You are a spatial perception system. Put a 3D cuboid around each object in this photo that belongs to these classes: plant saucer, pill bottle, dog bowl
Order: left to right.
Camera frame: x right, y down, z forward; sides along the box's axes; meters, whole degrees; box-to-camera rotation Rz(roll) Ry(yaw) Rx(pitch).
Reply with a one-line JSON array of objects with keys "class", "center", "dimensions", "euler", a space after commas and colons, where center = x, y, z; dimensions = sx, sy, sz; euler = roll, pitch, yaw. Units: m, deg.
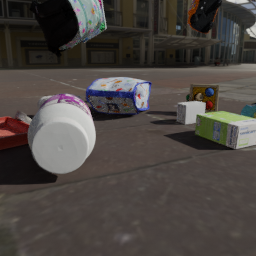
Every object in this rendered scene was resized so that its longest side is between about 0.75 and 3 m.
[{"class": "plant saucer", "center": [-4.180, 0.235, 8.132], "dimensions": [2.456, 0.451, 2.452], "euler": [-13, 20, -43]}, {"class": "dog bowl", "center": [-3.404, -0.232, 9.378], "dimensions": [0.856, 0.856, 0.251], "euler": [14, 65, 42]}, {"class": "pill bottle", "center": [-2.958, -0.784, 11.012], "dimensions": [0.915, 0.915, 1.600], "euler": [-11, 18, -34]}, {"class": "pill bottle", "center": [-1.546, 0.061, 6.721], "dimensions": [1.504, 1.504, 2.678], "euler": [-3, 16, -10]}]

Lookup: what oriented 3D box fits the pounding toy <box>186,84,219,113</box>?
[{"class": "pounding toy", "center": [3.030, -1.155, 11.903], "dimensions": [1.505, 1.386, 1.070], "euler": [4, 5, 10]}]

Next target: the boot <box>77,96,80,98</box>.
[{"class": "boot", "center": [-2.891, -1.164, 12.808], "dimensions": [1.502, 0.718, 0.553], "euler": [-2, 15, -9]}]

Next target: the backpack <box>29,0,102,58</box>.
[{"class": "backpack", "center": [-1.833, -3.350, 8.539], "dimensions": [1.361, 1.794, 2.150], "euler": [-40, 24, -33]}]

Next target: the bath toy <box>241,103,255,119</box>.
[{"class": "bath toy", "center": [5.458, -0.698, 10.774], "dimensions": [2.433, 0.899, 1.058], "euler": [-12, 54, -37]}]

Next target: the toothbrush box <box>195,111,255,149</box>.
[{"class": "toothbrush box", "center": [3.036, 0.004, 8.462], "dimensions": [1.196, 0.707, 1.643], "euler": [-8, 16, -29]}]

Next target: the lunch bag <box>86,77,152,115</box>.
[{"class": "lunch bag", "center": [-0.349, -1.396, 12.082], "dimensions": [2.189, 1.595, 2.575], "euler": [5, 8, 17]}]

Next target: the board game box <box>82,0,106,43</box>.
[{"class": "board game box", "center": [-1.261, -3.640, 9.516], "dimensions": [1.131, 1.131, 0.146], "euler": [-17, -13, 36]}]

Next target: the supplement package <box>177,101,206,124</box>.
[{"class": "supplement package", "center": [2.391, -0.588, 10.620], "dimensions": [0.946, 0.737, 0.525], "euler": [-8, 17, -27]}]

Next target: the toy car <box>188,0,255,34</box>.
[{"class": "toy car", "center": [2.512, -3.050, 7.367], "dimensions": [2.183, 1.071, 0.726], "euler": [-5, 22, -18]}]
